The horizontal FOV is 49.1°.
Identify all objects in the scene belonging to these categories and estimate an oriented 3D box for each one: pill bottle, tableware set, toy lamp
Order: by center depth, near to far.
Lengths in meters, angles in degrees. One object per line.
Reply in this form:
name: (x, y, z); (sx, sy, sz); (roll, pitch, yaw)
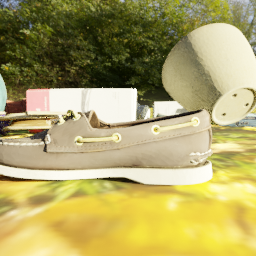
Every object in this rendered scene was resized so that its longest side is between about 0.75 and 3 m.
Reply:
tableware set: (-2.592, 0.005, 5.422); (1.806, 0.548, 2.733); (-2, 1, 42)
toy lamp: (-2.039, -0.100, 6.640); (1.938, 0.564, 0.564); (0, 5, -1)
pill bottle: (0.049, -0.538, 10.269); (1.404, 0.779, 0.779); (3, 6, 31)

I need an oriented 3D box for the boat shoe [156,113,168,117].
boat shoe: (1.488, -0.210, 9.549); (1.259, 0.458, 0.389); (11, 53, 30)

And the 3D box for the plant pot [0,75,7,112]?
plant pot: (-4.333, -0.720, 6.505); (2.054, 2.054, 2.012); (1, 12, 9)

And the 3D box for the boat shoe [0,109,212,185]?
boat shoe: (-0.326, 0.149, 2.860); (2.313, 0.688, 0.831); (1, 5, 7)

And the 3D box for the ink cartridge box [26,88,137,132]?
ink cartridge box: (-1.122, -0.515, 7.867); (2.732, 1.131, 2.001); (0, 5, 4)

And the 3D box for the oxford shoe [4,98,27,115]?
oxford shoe: (-3.930, -0.366, 8.903); (2.822, 0.999, 1.042); (-1, -18, -30)

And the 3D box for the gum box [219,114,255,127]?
gum box: (4.029, -0.286, 9.704); (1.424, 0.373, 1.676); (3, 6, 27)

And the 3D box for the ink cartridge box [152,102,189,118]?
ink cartridge box: (1.952, -0.608, 10.744); (1.974, 0.827, 1.424); (0, 5, 2)

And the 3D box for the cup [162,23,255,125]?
cup: (2.413, -1.154, 7.474); (2.552, 2.552, 1.825); (-2, 47, -20)
